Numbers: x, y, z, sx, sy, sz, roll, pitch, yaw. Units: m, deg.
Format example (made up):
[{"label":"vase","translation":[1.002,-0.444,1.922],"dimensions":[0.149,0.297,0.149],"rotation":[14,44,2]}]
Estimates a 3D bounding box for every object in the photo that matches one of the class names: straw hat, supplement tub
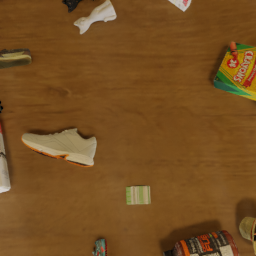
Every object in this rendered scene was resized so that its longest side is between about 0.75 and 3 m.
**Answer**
[{"label":"straw hat","translation":[3.925,3.209,8.930],"dimensions":[0.626,1.478,1.478],"rotation":[3,79,41]},{"label":"supplement tub","translation":[2.204,3.940,8.591],"dimensions":[2.138,1.144,1.144],"rotation":[-14,82,-2]}]

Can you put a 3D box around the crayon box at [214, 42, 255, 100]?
[{"label":"crayon box","translation":[4.356,-1.775,9.307],"dimensions":[2.510,0.638,1.593],"rotation":[22,81,23]}]

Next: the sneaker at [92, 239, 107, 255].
[{"label":"sneaker","translation":[-0.919,4.077,9.004],"dimensions":[0.458,0.380,0.958],"rotation":[-1,73,10]}]

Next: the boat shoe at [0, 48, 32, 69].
[{"label":"boat shoe","translation":[-4.270,-2.491,9.876],"dimensions":[1.724,0.616,0.567],"rotation":[-5,71,0]}]

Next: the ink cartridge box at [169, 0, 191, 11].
[{"label":"ink cartridge box","translation":[1.866,-4.764,10.176],"dimensions":[0.849,0.616,0.354],"rotation":[38,81,6]}]

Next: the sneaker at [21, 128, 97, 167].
[{"label":"sneaker","translation":[-2.225,0.465,9.327],"dimensions":[2.481,0.939,1.141],"rotation":[17,74,-5]}]

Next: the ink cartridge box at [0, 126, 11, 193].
[{"label":"ink cartridge box","translation":[-4.949,0.936,8.873],"dimensions":[1.814,1.053,2.514],"rotation":[-13,78,-12]}]

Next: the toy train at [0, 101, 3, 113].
[{"label":"toy train","translation":[-4.786,-1.228,9.816],"dimensions":[0.369,0.274,1.609],"rotation":[-22,81,0]}]

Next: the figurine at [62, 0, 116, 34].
[{"label":"figurine","translation":[-1.433,-4.368,10.171],"dimensions":[1.547,0.683,1.586],"rotation":[-28,83,4]}]

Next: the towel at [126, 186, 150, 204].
[{"label":"towel","translation":[0.341,2.247,9.381],"dimensions":[0.803,0.123,0.599],"rotation":[-2,79,2]}]
